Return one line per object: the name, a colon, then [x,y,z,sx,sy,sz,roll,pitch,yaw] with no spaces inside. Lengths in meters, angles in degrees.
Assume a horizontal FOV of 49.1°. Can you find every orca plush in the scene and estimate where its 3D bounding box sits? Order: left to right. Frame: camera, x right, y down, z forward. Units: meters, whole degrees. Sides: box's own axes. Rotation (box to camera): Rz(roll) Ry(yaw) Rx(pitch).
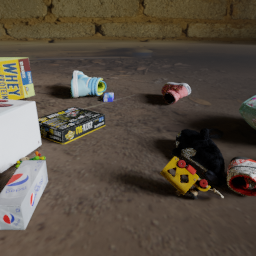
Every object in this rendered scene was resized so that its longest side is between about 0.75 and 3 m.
orca plush: [2.109,0.531,8.337,1.511,1.021,2.872,1,22,4]

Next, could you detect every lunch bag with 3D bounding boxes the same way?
lunch bag: [5.665,-0.408,9.905,2.707,1.650,2.306,-5,22,-27]

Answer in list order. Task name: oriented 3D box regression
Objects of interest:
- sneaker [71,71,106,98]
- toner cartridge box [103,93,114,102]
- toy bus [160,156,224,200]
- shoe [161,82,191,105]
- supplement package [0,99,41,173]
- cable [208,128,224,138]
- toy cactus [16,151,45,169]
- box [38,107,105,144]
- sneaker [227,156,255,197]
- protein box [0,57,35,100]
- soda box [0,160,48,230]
sneaker: [-2.205,-2.498,15.870,1.907,1.162,2.921,-3,30,-5]
toner cartridge box: [-1.026,-1.637,14.864,0.484,0.220,1.019,0,22,0]
toy bus: [1.404,1.315,6.804,0.696,1.271,1.347,-48,29,0]
shoe: [2.134,-1.779,14.388,1.042,0.818,2.290,-31,18,-19]
supplement package: [-4.253,0.107,8.624,2.157,1.587,2.063,5,22,17]
cable: [3.153,0.198,10.304,0.769,0.195,0.627,1,22,1]
toy cactus: [-2.922,0.956,8.189,0.767,0.475,0.929,7,29,42]
box: [-2.253,-0.179,10.782,1.808,0.559,2.265,13,25,33]
sneaker: [3.545,1.300,6.860,2.162,0.722,1.159,7,24,25]
protein box: [-6.922,-2.404,14.139,2.944,1.986,2.923,10,23,34]
soda box: [-2.415,1.464,6.512,0.605,0.651,1.906,0,22,0]
